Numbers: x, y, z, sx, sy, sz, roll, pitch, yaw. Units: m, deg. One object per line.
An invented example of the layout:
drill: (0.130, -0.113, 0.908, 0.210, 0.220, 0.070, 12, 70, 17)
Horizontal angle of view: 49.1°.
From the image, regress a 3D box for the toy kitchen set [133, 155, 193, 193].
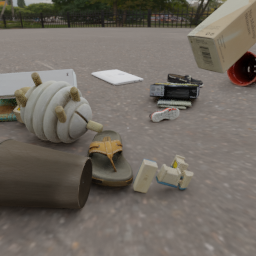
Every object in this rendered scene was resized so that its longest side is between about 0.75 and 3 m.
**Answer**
toy kitchen set: (0.710, 0.959, 6.064, 1.121, 0.660, 0.898, 17, 21, -12)

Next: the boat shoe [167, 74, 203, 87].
boat shoe: (2.669, -2.247, 13.121, 1.711, 0.516, 0.632, 10, 26, 21)

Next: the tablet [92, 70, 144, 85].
tablet: (-0.592, -2.672, 14.509, 1.711, 0.180, 2.630, -14, 28, -29)

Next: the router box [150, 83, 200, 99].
router box: (1.895, -1.506, 11.155, 1.808, 0.472, 1.421, 5, 14, 18)

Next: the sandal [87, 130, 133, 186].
sandal: (-0.459, 0.520, 6.680, 1.066, 0.712, 2.609, -1, 24, -2)

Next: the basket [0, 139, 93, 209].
basket: (-1.617, 0.925, 5.358, 1.700, 1.156, 1.533, 7, 25, 6)

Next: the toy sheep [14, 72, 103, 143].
toy sheep: (-1.913, -0.446, 7.615, 2.702, 1.863, 1.863, 26, 32, 17)

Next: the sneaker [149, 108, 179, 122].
sneaker: (1.198, -0.492, 9.365, 1.082, 0.417, 0.443, -9, 19, -21)

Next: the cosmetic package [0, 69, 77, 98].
cosmetic package: (-3.352, -1.536, 9.923, 2.976, 0.769, 2.244, -6, 5, -7)

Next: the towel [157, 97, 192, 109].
towel: (1.793, -0.987, 10.743, 1.268, 0.219, 1.221, 3, 20, 10)

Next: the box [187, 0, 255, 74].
box: (1.922, -1.809, 5.078, 1.626, 0.772, 0.632, -43, 38, -12)

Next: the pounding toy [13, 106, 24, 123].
pounding toy: (-2.796, -0.703, 8.992, 1.108, 0.577, 1.261, 14, 51, 13)

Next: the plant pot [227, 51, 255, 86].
plant pot: (5.871, -2.842, 13.420, 1.559, 1.603, 1.603, -9, 24, -40)

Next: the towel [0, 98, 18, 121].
towel: (-4.167, -0.715, 9.968, 2.803, 0.304, 2.056, -4, 24, -9)
